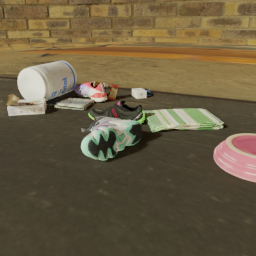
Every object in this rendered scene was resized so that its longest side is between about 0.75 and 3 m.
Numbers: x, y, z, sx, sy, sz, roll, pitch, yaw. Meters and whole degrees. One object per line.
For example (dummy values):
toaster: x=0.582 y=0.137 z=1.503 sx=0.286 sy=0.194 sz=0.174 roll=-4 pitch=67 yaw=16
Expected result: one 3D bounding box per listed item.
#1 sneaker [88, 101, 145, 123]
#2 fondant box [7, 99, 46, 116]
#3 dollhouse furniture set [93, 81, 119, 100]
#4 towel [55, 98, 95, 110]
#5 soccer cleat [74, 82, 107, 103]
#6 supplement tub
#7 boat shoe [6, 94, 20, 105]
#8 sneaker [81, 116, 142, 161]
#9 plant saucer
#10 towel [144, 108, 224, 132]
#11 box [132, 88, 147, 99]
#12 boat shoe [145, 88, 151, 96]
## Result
sneaker: x=-0.471 y=-0.690 z=11.710 sx=2.345 sy=0.982 sz=0.900 roll=0 pitch=21 yaw=0
fondant box: x=-4.726 y=-0.996 z=13.210 sx=1.598 sy=0.465 sz=1.153 roll=-5 pitch=22 yaw=-10
dollhouse furniture set: x=-1.238 y=-2.043 z=15.008 sx=1.387 sy=0.746 sz=0.564 roll=12 pitch=18 yaw=-18
towel: x=-2.691 y=-1.275 z=14.168 sx=1.627 sy=0.281 sz=1.566 roll=5 pitch=22 yaw=14
soccer cleat: x=-2.102 y=-2.148 z=15.375 sx=0.910 sy=0.976 sz=2.667 roll=-21 pitch=30 yaw=-36
supplement tub: x=-4.273 y=-2.552 z=15.223 sx=1.888 sy=1.888 sz=2.862 roll=9 pitch=24 yaw=23
boat shoe: x=-5.079 y=-1.200 z=12.362 sx=0.419 sy=0.462 sz=1.298 roll=15 pitch=-7 yaw=-29
sneaker: x=-1.003 y=0.234 z=9.486 sx=1.925 sy=1.070 sz=2.751 roll=13 pitch=16 yaw=34
plant saucer: x=3.906 y=0.783 z=8.477 sx=2.484 sy=0.630 sz=2.484 roll=1 pitch=22 yaw=0
towel: x=2.227 y=-0.377 z=11.861 sx=2.902 sy=0.339 sz=2.213 roll=-4 pitch=22 yaw=-6
box: x=0.622 y=-1.942 z=15.676 sx=0.587 sy=0.410 sz=0.772 roll=-8 pitch=23 yaw=-19
boat shoe: x=1.080 y=-2.092 z=16.195 sx=0.383 sy=0.312 sz=0.910 roll=-7 pitch=22 yaw=-17
